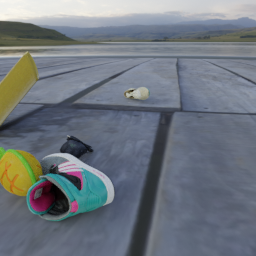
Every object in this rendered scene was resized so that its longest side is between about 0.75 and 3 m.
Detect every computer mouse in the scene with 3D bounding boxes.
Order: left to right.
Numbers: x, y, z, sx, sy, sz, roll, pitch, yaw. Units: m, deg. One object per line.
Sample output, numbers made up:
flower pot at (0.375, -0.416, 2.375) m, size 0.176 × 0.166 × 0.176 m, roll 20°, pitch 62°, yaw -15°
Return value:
computer mouse at (-1.134, 0.383, 6.052) m, size 0.699 × 0.266 × 1.009 m, roll 26°, pitch 13°, yaw 3°

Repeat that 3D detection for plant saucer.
plant saucer at (-3.316, -0.881, 7.836) m, size 0.627 × 2.587 × 2.587 m, roll 39°, pitch -2°, yaw -20°

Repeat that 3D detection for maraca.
maraca at (-1.871, 0.718, 4.713) m, size 1.207 × 0.827 × 0.646 m, roll 12°, pitch 26°, yaw 43°

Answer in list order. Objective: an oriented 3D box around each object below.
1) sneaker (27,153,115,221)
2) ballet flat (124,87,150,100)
sneaker at (-1.163, 0.901, 4.392) m, size 1.721 × 0.719 × 1.039 m, roll 13°, pitch 15°, yaw 39°
ballet flat at (0.328, -1.410, 11.846) m, size 0.513 × 0.554 × 1.644 m, roll -20°, pitch 13°, yaw -24°
